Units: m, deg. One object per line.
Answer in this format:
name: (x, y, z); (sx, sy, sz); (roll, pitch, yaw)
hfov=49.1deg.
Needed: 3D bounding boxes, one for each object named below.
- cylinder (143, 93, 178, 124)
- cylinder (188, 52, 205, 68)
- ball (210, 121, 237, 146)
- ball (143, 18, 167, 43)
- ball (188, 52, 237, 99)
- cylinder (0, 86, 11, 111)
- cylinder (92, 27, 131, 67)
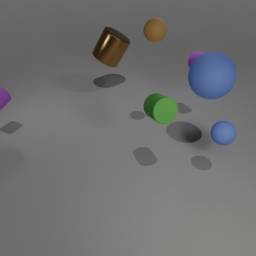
cylinder: (0.849, -0.521, 7.382); (0.700, 0.700, 0.700); (-10, 19, -16)
cylinder: (2.701, -2.437, 10.357); (0.700, 0.700, 0.700); (-15, 23, -22)
ball: (2.679, 0.141, 7.861); (0.700, 0.700, 0.700); (0, 33, 0)
ball: (0.810, -2.927, 8.387); (0.700, 0.700, 0.700); (0, 33, 0)
ball: (2.515, -1.559, 8.395); (1.400, 1.400, 1.400); (0, 33, 0)
cylinder: (-4.620, -1.010, 9.853); (0.700, 0.700, 0.700); (15, 53, 21)
cylinder: (-0.809, -3.881, 13.463); (1.400, 1.400, 1.400); (26, 28, -15)
